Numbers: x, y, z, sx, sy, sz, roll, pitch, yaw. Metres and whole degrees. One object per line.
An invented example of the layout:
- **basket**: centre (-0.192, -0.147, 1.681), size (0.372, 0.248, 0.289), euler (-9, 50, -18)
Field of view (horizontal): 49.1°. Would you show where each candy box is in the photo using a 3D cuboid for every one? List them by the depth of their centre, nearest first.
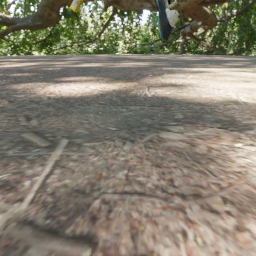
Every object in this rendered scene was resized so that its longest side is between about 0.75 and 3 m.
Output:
- **candy box**: centre (-1.397, -3.761, 8.079), size (0.106, 0.804, 0.411), euler (19, 21, -40)

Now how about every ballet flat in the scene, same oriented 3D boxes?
- **ballet flat**: centre (1.543, -4.640, 10.965), size (0.841, 2.303, 0.841), euler (-7, -4, -1)
